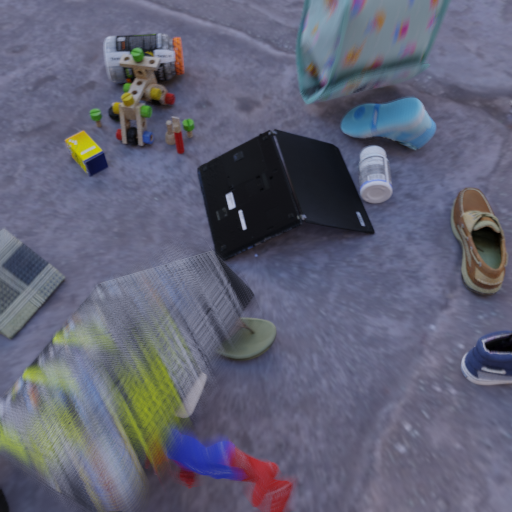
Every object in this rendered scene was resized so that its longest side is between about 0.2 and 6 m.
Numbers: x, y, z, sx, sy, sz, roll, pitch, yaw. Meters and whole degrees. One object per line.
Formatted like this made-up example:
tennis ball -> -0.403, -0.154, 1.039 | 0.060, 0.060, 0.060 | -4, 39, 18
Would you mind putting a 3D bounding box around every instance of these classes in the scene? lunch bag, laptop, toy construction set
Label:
lunch bag -> 2.121, -4.173, 10.647 | 2.406, 2.825, 1.723 | -19, 59, -17
laptop -> 0.464, -1.041, 10.232 | 2.549, 1.316, 2.259 | -25, 55, 14
toy construction set -> -2.078, -3.015, 10.767 | 1.947, 1.496, 1.623 | 36, 63, 22

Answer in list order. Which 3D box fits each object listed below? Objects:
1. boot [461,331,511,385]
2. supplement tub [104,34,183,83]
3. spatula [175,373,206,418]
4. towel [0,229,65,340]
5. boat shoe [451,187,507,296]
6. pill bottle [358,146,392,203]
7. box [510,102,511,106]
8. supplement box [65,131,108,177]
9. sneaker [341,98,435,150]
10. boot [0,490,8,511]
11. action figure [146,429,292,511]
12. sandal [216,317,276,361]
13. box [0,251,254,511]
boot -> 4.005, 1.436, 8.069 | 1.904, 0.860, 0.692 | -7, 56, -5
supplement tub -> -2.357, -4.201, 11.909 | 1.566, 0.960, 0.960 | -5, 55, -3
spatula -> -1.281, 1.293, 8.409 | 1.422, 0.164, 2.046 | 7, 61, 21
towel -> -3.989, 0.452, 8.916 | 1.325, 0.238, 1.377 | 39, 60, -6
boat shoe -> 3.806, -0.363, 9.369 | 0.785, 0.767, 2.076 | 2, 55, 1
pill bottle -> 2.171, -1.506, 10.288 | 0.562, 0.562, 0.988 | 3, 55, 2
box -> 5.934, -3.651, 11.707 | 0.729, 0.656, 1.295 | 25, 59, 15
supplement box -> -3.233, -1.947, 10.679 | 0.419, 0.416, 0.765 | -34, 62, -21
sneaker -> 2.621, -2.442, 10.923 | 1.804, 1.178, 0.717 | 7, 77, 46
boot -> -4.366, 2.867, 7.164 | 1.491, 0.835, 2.155 | -34, 61, -16
action figure -> -0.972, 2.449, 7.037 | 2.874, 0.940, 0.743 | 14, 62, 36
sandal -> -0.591, 1.115, 8.504 | 1.794, 0.512, 0.712 | 9, 56, 6
box -> -1.876, 1.382, 6.825 | 0.757, 3.419, 2.739 | 46, 58, -21
